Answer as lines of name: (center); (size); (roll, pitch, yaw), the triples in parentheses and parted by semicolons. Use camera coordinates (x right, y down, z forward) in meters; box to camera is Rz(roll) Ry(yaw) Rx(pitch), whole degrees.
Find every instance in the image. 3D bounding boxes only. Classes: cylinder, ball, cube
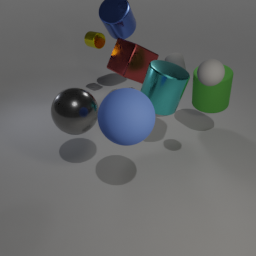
cylinder: (-0.449, -4.969, 12.701); (1.400, 1.400, 1.400); (11, -9, 17)
cylinder: (-1.484, -3.955, 12.583); (0.700, 0.700, 0.700); (-27, 37, -35)
cylinder: (3.152, -1.507, 10.566); (1.400, 1.400, 1.400); (-4, 39, 4)
ball: (-1.575, -0.496, 8.340); (1.400, 1.400, 1.400); (0, 32, 0)
cylinder: (1.759, -2.298, 10.389); (0.700, 0.700, 0.700); (-4, 69, -7)
cylinder: (1.190, -1.368, 9.476); (1.400, 1.400, 1.400); (13, 33, -8)
ball: (-0.038, -0.269, 6.820); (1.400, 1.400, 1.400); (0, 32, 0)
cube: (0.185, -2.881, 12.131); (1.400, 1.400, 1.400); (12, 17, -42)
ball: (2.163, -1.450, 7.332); (0.700, 0.700, 0.700); (0, 32, 0)
